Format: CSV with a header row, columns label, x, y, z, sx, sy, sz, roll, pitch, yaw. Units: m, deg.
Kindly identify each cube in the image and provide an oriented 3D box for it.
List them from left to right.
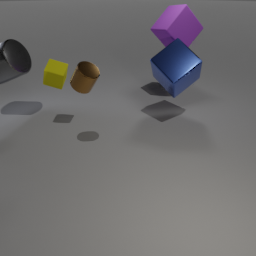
label,x,y,z,sx,sy,sz,roll,pitch,yaw
cube,-2.621,-1.949,10.147,0.700,0.700,0.700,15,49,-9
cube,1.882,-2.319,11.001,1.400,1.400,1.400,-38,71,-2
cube,2.156,-4.420,12.452,1.400,1.400,1.400,-51,31,0

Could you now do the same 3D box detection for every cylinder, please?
label,x,y,z,sx,sy,sz,roll,pitch,yaw
cylinder,-4.818,-2.588,11.054,1.400,1.400,1.400,-15,21,24
cylinder,-1.289,-1.500,8.345,0.700,0.700,0.700,17,49,-21
